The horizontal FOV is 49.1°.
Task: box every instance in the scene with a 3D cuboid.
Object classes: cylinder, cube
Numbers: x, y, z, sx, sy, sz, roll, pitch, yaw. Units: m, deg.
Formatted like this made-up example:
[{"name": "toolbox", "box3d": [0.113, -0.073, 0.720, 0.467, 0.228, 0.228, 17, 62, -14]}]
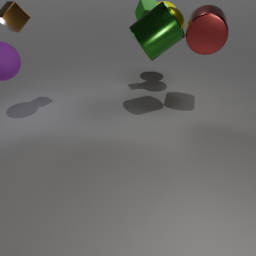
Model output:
[{"name": "cylinder", "box3d": [2.796, -3.500, 9.955, 1.400, 1.400, 1.400, 7, 35, 11]}, {"name": "cube", "box3d": [0.765, -4.617, 11.171, 0.700, 0.700, 0.700, -2, 61, -21]}, {"name": "cube", "box3d": [-3.872, -3.738, 9.419, 0.700, 0.700, 0.700, 26, 78, 44]}, {"name": "cylinder", "box3d": [0.990, -3.279, 9.584, 1.400, 1.400, 1.400, -34, 30, 13]}]

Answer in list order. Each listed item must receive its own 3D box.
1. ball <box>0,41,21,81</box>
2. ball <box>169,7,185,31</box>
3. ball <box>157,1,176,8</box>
[{"name": "ball", "box3d": [-4.624, -2.417, 10.134, 1.400, 1.400, 1.400, 0, 31, 0]}, {"name": "ball", "box3d": [1.677, -4.343, 11.765, 1.400, 1.400, 1.400, 0, 31, 0]}, {"name": "ball", "box3d": [1.644, -5.109, 12.996, 1.400, 1.400, 1.400, 0, 31, 0]}]
